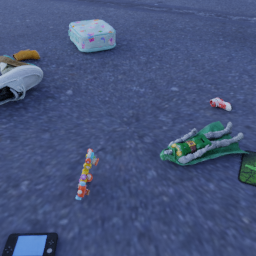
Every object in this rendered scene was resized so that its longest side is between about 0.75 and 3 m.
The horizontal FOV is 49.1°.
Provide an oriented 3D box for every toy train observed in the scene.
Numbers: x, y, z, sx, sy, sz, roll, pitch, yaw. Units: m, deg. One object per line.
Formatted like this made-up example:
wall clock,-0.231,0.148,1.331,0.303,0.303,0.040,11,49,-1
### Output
toy train,-0.917,1.072,6.560,0.324,1.163,0.874,16,-3,-10

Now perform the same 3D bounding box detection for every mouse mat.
mouse mat,3.731,1.161,7.168,1.641,0.062,1.320,16,39,19

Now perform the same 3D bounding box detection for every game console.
game console,-1.913,2.239,5.256,1.011,0.588,0.889,0,37,-1

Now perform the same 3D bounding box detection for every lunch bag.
lunch bag,-1.897,-4.750,14.365,2.048,0.984,2.554,-18,40,-18

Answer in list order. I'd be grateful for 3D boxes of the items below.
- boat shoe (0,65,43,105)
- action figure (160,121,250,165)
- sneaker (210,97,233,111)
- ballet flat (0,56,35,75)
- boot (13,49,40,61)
boat shoe,-4.174,-1.333,9.917,2.847,0.993,1.014,-29,60,-32
action figure,1.958,0.468,7.673,2.368,0.648,1.399,-17,43,-16
sneaker,3.165,-0.776,9.601,0.442,0.276,0.826,-14,35,-16
ballet flat,-4.696,-2.403,11.562,2.238,0.759,0.809,21,60,20
boot,-4.702,-3.280,12.918,1.244,0.438,0.890,27,50,37
